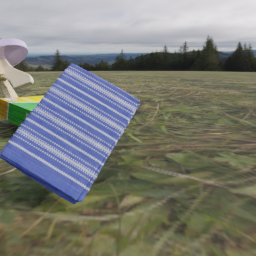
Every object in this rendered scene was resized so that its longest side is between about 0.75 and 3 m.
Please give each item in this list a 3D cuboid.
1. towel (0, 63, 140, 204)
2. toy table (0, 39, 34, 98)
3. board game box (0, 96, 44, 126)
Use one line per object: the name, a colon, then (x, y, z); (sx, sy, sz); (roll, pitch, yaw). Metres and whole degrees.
towel: (-0.776, 0.012, 4.066); (1.307, 1.806, 0.215); (30, -22, 4)
toy table: (-4.754, -1.915, 10.062); (2.686, 1.573, 2.469); (-23, -11, 12)
board game box: (-2.063, -0.527, 8.527); (2.166, 0.571, 2.830); (18, 20, 39)
